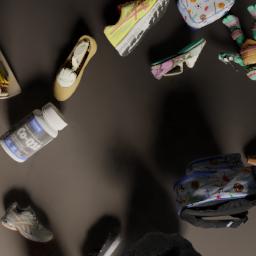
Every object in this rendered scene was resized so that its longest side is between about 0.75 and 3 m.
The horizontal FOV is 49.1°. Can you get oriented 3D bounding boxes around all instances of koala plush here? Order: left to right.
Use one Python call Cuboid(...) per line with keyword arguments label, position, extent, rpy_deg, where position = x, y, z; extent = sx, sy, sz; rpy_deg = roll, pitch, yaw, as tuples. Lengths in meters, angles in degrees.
Cuboid(label="koala plush", position=(0.823, 4.399, 7.669), extent=(2.238, 2.319, 2.524), rpy_deg=(27, 104, 19))

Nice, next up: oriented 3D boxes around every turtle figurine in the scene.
Cuboid(label="turtle figurine", position=(3.637, -2.337, 8.365), extent=(1.781, 1.198, 2.379), rpy_deg=(-11, 78, 22))

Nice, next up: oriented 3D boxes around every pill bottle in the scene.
Cuboid(label="pill bottle", position=(-2.750, 0.096, 8.296), extent=(1.773, 1.009, 1.009), rpy_deg=(-38, 87, -1))

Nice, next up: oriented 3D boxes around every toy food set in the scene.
Cuboid(label="toy food set", position=(-3.609, -1.717, 7.551), extent=(0.732, 2.424, 1.739), rpy_deg=(-26, 100, -4))

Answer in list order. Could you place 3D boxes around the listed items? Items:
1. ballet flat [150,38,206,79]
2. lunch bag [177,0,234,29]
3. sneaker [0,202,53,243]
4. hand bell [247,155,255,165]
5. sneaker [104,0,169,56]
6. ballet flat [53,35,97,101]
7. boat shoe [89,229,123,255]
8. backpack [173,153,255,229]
Cuboid(label="ballet flat", position=(1.619, -2.078, 8.700), extent=(1.870, 0.646, 0.665), rpy_deg=(-28, 105, 3))
Cuboid(label="lunch bag", position=(2.420, -3.981, 8.786), extent=(1.606, 0.607, 1.287), rpy_deg=(-29, 85, -1))
Cuboid(label="sneaker", position=(-2.923, 2.792, 8.341), extent=(1.640, 0.621, 0.754), rpy_deg=(26, 82, 0))
Cuboid(label="hand bell", position=(4.936, 1.000, 8.343), extent=(2.569, 1.338, 1.338), rpy_deg=(3, 86, 12))
Cuboid(label="sneaker", position=(0.298, -3.554, 8.547), extent=(1.195, 1.034, 2.645), rpy_deg=(41, 88, 5))
Cuboid(label="ballet flat", position=(-1.713, -1.891, 8.588), extent=(0.760, 0.698, 2.214), rpy_deg=(27, 87, 2))
Cuboid(label="boat shoe", position=(-0.859, 3.736, 8.296), extent=(0.544, 0.574, 1.642), rpy_deg=(38, 86, 9))
Cuboid(label="backpack", position=(2.336, 1.720, 7.658), extent=(2.168, 2.276, 1.753), rpy_deg=(-12, 56, -4))
